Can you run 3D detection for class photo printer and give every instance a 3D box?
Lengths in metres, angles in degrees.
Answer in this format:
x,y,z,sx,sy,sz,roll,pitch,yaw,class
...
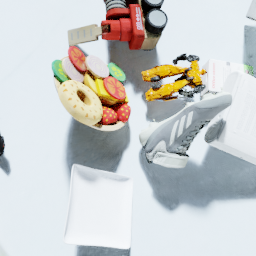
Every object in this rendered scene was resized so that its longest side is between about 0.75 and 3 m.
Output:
x,y,z,sx,sy,sz,roll,pitch,yaw,class
3.437,-0.101,7.363,2.450,0.851,2.039,22,87,-14,photo printer

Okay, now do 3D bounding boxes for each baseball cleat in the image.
x,y,z,sx,sy,sz,roll,pitch,yaw,class
1.486,0.164,6.935,0.943,2.704,1.439,-2,69,-47,baseball cleat

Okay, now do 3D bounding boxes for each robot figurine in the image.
x,y,z,sx,sy,sz,roll,pitch,yaw,class
1.307,-1.355,7.830,1.751,0.510,1.270,-11,82,15,robot figurine

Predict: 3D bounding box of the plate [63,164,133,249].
x,y,z,sx,sy,sz,roll,pitch,yaw,class
-0.702,1.965,6.956,1.832,0.297,1.836,19,60,-31,plate

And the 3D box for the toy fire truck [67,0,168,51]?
x,y,z,sx,sy,sz,roll,pitch,yaw,class
-0.460,-3.411,8.274,2.687,1.729,2.365,-5,79,-12,toy fire truck

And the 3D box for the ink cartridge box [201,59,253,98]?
x,y,z,sx,sy,sz,roll,pitch,yaw,class
2.833,-1.328,8.039,1.358,0.571,0.988,7,76,-8,ink cartridge box

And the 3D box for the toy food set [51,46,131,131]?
x,y,z,sx,sy,sz,roll,pitch,yaw,class
-0.874,-1.031,7.346,2.461,0.599,2.436,10,53,-43,toy food set

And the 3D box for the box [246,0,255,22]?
x,y,z,sx,sy,sz,roll,pitch,yaw,class
4.886,-3.699,7.332,2.444,2.094,2.432,19,117,5,box

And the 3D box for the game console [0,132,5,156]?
x,y,z,sx,sy,sz,roll,pitch,yaw,class
-3.596,0.261,7.736,0.126,0.615,1.042,-1,59,-40,game console
